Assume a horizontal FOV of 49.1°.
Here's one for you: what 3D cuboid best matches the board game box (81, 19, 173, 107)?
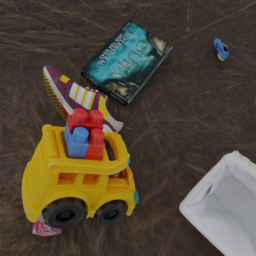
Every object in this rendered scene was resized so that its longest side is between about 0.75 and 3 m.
[{"bbox_3d":[0.013,-2.264,9.467,1.893,0.394,2.798,34,67,6],"label":"board game box"}]

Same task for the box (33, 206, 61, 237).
[{"bbox_3d":[-1.962,2.100,6.938,0.513,0.491,1.029,-16,57,17],"label":"box"}]

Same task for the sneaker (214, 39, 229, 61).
[{"bbox_3d":[3.368,-2.889,9.986,0.351,0.417,1.064,13,51,-20],"label":"sneaker"}]

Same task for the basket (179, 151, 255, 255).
[{"bbox_3d":[2.707,1.876,6.119,2.524,1.557,1.711,43,109,17],"label":"basket"}]

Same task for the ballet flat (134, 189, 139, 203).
[{"bbox_3d":[0.072,1.649,7.434,0.265,0.266,0.795,14,49,-45],"label":"ballet flat"}]

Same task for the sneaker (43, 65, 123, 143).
[{"bbox_3d":[-1.393,-0.807,8.410,1.340,1.115,2.974,-31,78,-21],"label":"sneaker"}]

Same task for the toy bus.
[{"bbox_3d":[-0.820,0.773,6.279,2.573,2.471,1.746,8,32,-29],"label":"toy bus"}]
